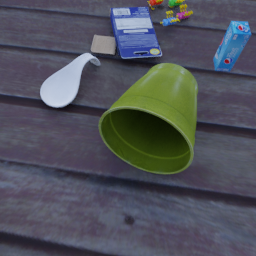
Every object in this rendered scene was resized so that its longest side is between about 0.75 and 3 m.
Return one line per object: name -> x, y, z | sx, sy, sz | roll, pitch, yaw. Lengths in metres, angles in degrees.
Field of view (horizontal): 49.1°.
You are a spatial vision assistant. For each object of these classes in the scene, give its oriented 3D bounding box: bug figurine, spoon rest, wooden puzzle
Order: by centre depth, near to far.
spoon rest -> -1.974, -1.749, 9.762 | 1.266, 0.773, 2.549 | 32, 67, 15
wooden puzzle -> -0.909, -3.173, 10.792 | 0.914, 0.212, 0.847 | 9, 64, -1
bug figurine -> 1.727, -4.830, 11.444 | 1.528, 0.507, 1.971 | -15, 60, -14

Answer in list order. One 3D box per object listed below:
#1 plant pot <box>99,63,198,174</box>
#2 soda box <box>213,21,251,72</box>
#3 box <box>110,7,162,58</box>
plant pot -> 0.926, -0.477, 8.320 | 2.702, 2.702, 2.601 | 22, 53, 10
soda box -> 3.073, -2.400, 8.398 | 0.501, 1.562, 0.530 | 3, 61, -3
box -> 0.260, -3.610, 10.792 | 1.578, 0.422, 2.605 | -6, 62, -10
